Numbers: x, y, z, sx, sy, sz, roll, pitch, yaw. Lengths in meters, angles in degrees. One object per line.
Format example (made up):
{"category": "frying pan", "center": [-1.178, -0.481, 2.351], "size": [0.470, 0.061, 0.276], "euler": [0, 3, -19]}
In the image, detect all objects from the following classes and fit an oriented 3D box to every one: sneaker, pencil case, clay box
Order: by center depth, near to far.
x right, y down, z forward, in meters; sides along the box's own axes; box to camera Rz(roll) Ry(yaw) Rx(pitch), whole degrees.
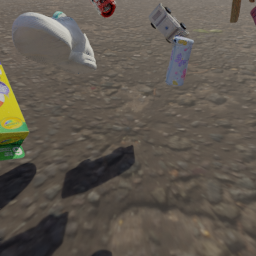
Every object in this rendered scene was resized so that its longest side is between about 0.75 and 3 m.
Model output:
{"category": "clay box", "center": [-1.599, -0.229, 3.031], "size": [0.734, 0.304, 1.277], "euler": [-5, 56, -47]}
{"category": "pencil case", "center": [1.020, -1.341, 5.652], "size": [0.405, 0.975, 0.442], "euler": [26, 32, 31]}
{"category": "sneaker", "center": [-1.582, -2.088, 6.232], "size": [1.066, 1.253, 2.833], "euler": [-6, -3, 13]}
{"category": "sneaker", "center": [-0.700, -3.298, 6.476], "size": [0.567, 1.697, 0.910], "euler": [-33, 75, -3]}

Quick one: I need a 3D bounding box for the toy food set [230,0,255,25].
{"category": "toy food set", "center": [3.106, -2.610, 5.587], "size": [0.348, 1.405, 2.211], "euler": [-13, 26, -29]}

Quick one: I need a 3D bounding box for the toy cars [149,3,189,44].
{"category": "toy cars", "center": [1.038, -3.479, 7.661], "size": [1.163, 2.593, 0.574], "euler": [2, 32, 19]}
